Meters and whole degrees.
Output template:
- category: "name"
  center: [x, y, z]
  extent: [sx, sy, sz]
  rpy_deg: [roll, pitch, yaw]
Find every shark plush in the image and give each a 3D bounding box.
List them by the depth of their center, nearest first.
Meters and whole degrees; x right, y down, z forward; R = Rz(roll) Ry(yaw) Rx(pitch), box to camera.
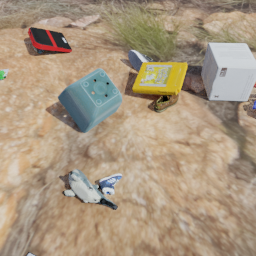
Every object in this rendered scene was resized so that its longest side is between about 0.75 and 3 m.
- category: "shark plush"
  center: [-1.058, 1.773, 8.344]
  extent: [1.845, 0.838, 0.768]
  rpy_deg: [18, 16, 24]

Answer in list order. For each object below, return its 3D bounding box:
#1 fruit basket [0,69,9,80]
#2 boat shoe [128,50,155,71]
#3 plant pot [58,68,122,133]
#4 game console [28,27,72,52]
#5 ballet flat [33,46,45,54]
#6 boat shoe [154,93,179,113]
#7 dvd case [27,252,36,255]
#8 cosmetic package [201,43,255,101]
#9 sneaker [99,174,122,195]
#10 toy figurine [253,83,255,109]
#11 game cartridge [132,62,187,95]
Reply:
- category: "fruit basket"
  center: [-5.987, -2.501, 12.997]
  extent: [0.819, 0.414, 0.884]
  rpy_deg: [-10, 29, -11]
- category: "boat shoe"
  center: [0.914, -3.046, 13.240]
  extent: [0.745, 0.787, 2.250]
  rpy_deg: [-24, 49, -32]
- category: "plant pot"
  center: [-1.217, -1.117, 9.928]
  extent: [1.709, 1.745, 1.713]
  rpy_deg: [-37, 92, -25]
- category: "game console"
  center: [-4.178, -4.672, 14.897]
  extent: [1.955, 0.343, 2.211]
  rpy_deg: [1, 40, -33]
- category: "ballet flat"
  center: [-4.776, -4.336, 14.797]
  extent: [0.516, 0.516, 1.435]
  rpy_deg: [-17, 45, -17]
- category: "boat shoe"
  center: [1.633, -1.143, 11.426]
  extent: [0.517, 0.489, 1.438]
  rpy_deg: [30, 51, 27]
- category: "dvd case"
  center: [-2.303, 3.474, 6.925]
  extent: [0.768, 0.067, 0.548]
  rpy_deg: [17, 46, 17]
- category: "cosmetic package"
  center: [4.221, -2.388, 11.861]
  extent: [1.674, 1.673, 2.029]
  rpy_deg: [1, 45, 0]
- category: "sneaker"
  center: [-0.455, 1.766, 8.577]
  extent: [0.783, 0.315, 0.573]
  rpy_deg: [-13, 58, -24]
- category: "toy figurine"
  center: [5.842, -0.648, 10.827]
  extent: [2.597, 1.370, 1.556]
  rpy_deg: [30, 80, 30]
- category: "game cartridge"
  center: [1.347, -2.118, 11.749]
  extent: [1.973, 0.320, 1.739]
  rpy_deg: [5, 55, 24]
